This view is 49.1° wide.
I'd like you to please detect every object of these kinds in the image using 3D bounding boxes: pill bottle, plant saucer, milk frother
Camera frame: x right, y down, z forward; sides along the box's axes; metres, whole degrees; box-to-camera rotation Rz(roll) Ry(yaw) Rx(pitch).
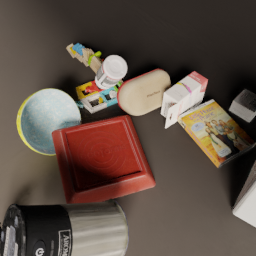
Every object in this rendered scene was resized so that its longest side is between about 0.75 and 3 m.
[{"bbox_3d":[-0.713,-2.112,10.916,0.927,1.628,0.927,3,81,-20],"label":"pill bottle"},{"bbox_3d":[-0.857,0.882,9.338,2.936,0.540,2.941,-12,60,-15],"label":"plant saucer"},{"bbox_3d":[-1.958,2.904,7.358,2.677,2.569,2.846,9,10,-37],"label":"milk frother"}]

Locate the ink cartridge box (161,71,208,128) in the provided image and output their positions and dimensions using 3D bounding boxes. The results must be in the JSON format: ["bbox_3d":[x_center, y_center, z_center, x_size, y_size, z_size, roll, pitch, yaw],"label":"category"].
[{"bbox_3d":[1.998,-1.070,10.726,2.169,1.263,0.732,-36,60,-25],"label":"ink cartridge box"}]

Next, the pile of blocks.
[{"bbox_3d":[-1.780,-3.386,12.693,2.450,1.006,0.761,37,61,26],"label":"pile of blocks"}]

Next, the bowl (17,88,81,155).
[{"bbox_3d":[-2.930,-0.212,9.833,1.222,2.271,2.271,1,42,46],"label":"bowl"}]

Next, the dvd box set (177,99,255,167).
[{"bbox_3d":[3.216,0.112,10.322,1.732,0.348,2.367,-24,59,-18],"label":"dvd box set"}]

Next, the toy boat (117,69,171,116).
[{"bbox_3d":[0.554,-1.470,11.180,2.249,1.468,1.470,-25,26,-18],"label":"toy boat"}]

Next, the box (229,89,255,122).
[{"bbox_3d":[4.675,-0.893,11.000,0.937,0.612,0.932,37,60,25],"label":"box"}]

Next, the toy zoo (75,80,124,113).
[{"bbox_3d":[-1.149,-1.439,11.660,2.268,0.232,1.488,-24,56,-18],"label":"toy zoo"}]

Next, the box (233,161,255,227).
[{"bbox_3d":[4.967,1.370,7.744,2.559,2.973,2.988,28,57,20],"label":"box"}]
